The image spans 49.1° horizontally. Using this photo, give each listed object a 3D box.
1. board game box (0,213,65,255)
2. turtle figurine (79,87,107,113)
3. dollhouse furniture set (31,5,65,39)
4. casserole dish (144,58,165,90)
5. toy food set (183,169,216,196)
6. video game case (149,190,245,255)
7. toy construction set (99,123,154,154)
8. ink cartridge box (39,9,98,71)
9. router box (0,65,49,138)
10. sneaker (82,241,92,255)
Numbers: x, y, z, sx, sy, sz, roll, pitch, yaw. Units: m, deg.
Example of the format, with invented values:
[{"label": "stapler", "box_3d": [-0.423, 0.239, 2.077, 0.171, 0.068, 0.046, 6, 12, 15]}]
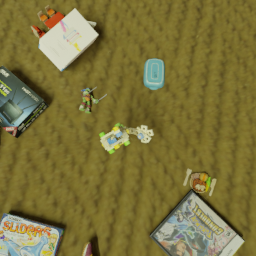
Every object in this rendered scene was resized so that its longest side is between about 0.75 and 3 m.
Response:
[{"label": "board game box", "box_3d": [-3.553, 4.039, 9.890, 2.228, 0.384, 1.508, 13, 75, 4]}, {"label": "turtle figurine", "box_3d": [-1.497, -1.129, 11.167, 1.039, 0.748, 1.008, 11, 79, 7]}, {"label": "dollhouse furniture set", "box_3d": [-3.384, -4.449, 12.080, 1.458, 0.759, 1.474, -44, 79, -11]}, {"label": "casserole dish", "box_3d": [1.116, -2.322, 11.741, 0.886, 0.284, 1.463, 4, 75, 1]}, {"label": "toy food set", "box_3d": [2.716, 2.036, 10.535, 1.151, 0.231, 0.795, 20, 75, 5]}, {"label": "video game case", "box_3d": [2.442, 3.924, 9.959, 2.521, 0.321, 2.278, 44, 79, 11]}, {"label": "toy construction set", "box_3d": [-0.115, 0.222, 8.689, 1.241, 1.893, 0.872, -31, 75, 37]}, {"label": "ink cartridge box", "box_3d": [-2.320, -3.582, 11.303, 1.346, 1.382, 2.149, 46, 77, -15]}, {"label": "router box", "box_3d": [-4.696, -1.049, 11.128, 2.426, 0.754, 1.818, 39, 78, 10]}, {"label": "sneaker", "box_3d": [-1.266, 4.790, 9.620, 0.758, 0.630, 1.681, 9, 80, -6]}]
